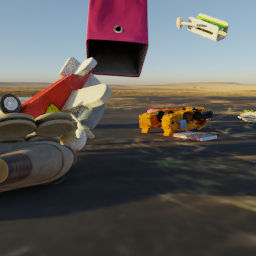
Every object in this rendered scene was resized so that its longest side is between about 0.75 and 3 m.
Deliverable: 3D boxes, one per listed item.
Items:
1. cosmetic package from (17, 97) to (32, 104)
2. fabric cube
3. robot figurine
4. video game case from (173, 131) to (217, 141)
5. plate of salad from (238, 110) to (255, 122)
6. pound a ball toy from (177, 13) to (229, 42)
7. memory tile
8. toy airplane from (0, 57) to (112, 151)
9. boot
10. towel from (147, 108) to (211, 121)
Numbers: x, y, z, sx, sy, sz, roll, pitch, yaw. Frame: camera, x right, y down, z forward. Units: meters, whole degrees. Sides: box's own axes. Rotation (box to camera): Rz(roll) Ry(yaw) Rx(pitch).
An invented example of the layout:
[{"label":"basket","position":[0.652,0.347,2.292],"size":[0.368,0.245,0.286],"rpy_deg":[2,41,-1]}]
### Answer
[{"label":"cosmetic package","position":[-2.871,-0.458,8.402],"size":[2.123,0.926,1.097],"rpy_deg":[0,9,-6]},{"label":"fabric cube","position":[-0.451,-3.476,10.650],"size":[2.174,2.209,2.216],"rpy_deg":[4,-22,-7]},{"label":"robot figurine","position":[1.415,-0.240,7.930],"size":[2.165,0.630,1.569],"rpy_deg":[-9,12,-43]},{"label":"video game case","position":[1.618,0.194,6.831],"size":[0.621,0.076,0.869],"rpy_deg":[-6,10,-39]},{"label":"plate of salad","position":[4.944,-0.451,10.102],"size":[1.822,0.438,1.822],"rpy_deg":[0,7,0]},{"label":"pound a ball toy","position":[2.218,-3.008,8.521],"size":[0.867,0.565,1.330],"rpy_deg":[-29,48,-28]},{"label":"memory tile","position":[-1.821,0.180,3.554],"size":[2.009,0.169,1.540],"rpy_deg":[-1,-23,-34]},{"label":"toy airplane","position":[-1.218,-0.312,5.224],"size":[2.178,1.544,2.187],"rpy_deg":[-28,17,7]},{"label":"boot","position":[-1.585,0.469,3.422],"size":[1.831,0.643,1.338],"rpy_deg":[-1,-1,15]},{"label":"towel","position":[1.967,-0.588,11.519],"size":[2.057,0.320,2.845],"rpy_deg":[-1,8,-4]}]
